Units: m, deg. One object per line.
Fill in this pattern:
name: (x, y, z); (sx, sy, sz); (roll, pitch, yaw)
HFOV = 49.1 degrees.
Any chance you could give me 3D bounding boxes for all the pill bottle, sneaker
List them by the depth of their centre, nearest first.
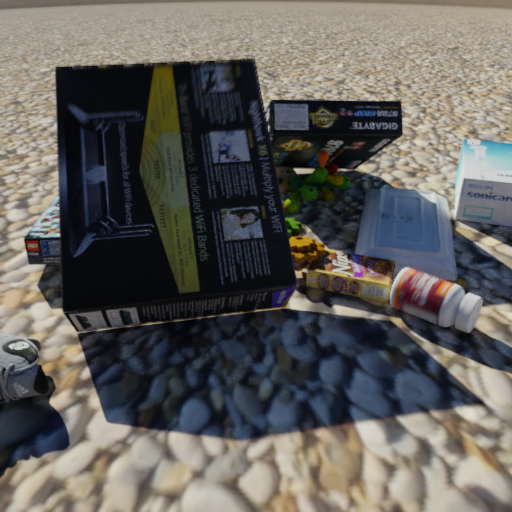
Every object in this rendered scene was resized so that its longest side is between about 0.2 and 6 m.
sneaker: (-3.449, 1.729, 6.985); (1.480, 0.962, 2.563); (3, 30, 2)
pill bottle: (2.840, 0.706, 8.868); (1.275, 0.699, 0.699); (21, 37, 33)

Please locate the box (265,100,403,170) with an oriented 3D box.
box: (1.423, -2.657, 12.694); (2.702, 0.782, 3.399); (-1, -2, -7)

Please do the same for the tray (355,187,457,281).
tray: (3.079, -0.651, 11.496); (1.870, 0.386, 3.483); (6, 31, 12)

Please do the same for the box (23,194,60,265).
box: (-3.123, -0.767, 11.288); (2.080, 0.606, 3.038); (-1, 27, -3)

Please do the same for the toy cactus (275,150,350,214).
toy cactus: (0.785, -1.752, 12.772); (2.528, 1.293, 2.086); (-17, 24, -12)

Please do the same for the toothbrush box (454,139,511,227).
toothbrush box: (5.455, -1.662, 12.518); (1.798, 1.047, 2.456); (9, 32, 14)

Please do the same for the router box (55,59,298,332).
router box: (-1.425, -1.150, 9.305); (3.443, 1.144, 4.380); (-5, 69, -9)

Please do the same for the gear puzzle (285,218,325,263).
gear puzzle: (-0.139, -0.581, 10.963); (1.881, 0.476, 3.631); (-22, 32, -33)

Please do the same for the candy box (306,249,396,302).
candy box: (1.670, 0.315, 9.858); (1.423, 0.402, 0.830); (9, 32, 18)
